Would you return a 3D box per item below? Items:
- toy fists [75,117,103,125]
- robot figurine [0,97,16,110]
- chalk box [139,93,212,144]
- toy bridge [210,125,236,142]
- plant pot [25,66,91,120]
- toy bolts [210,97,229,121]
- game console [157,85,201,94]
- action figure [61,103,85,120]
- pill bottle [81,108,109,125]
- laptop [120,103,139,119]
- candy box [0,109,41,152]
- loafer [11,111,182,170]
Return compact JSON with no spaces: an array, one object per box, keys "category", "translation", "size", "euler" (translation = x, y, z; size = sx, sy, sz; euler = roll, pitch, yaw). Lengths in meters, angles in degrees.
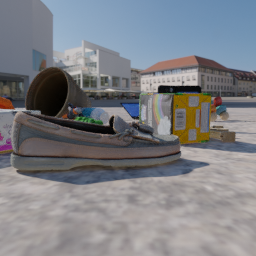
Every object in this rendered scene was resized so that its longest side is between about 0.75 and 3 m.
[{"category":"toy fists","translation":[-1.481,-0.153,10.006],"size":[0.722,0.487,1.417],"euler":[-4,8,-32]},{"category":"robot figurine","translation":[-4.954,-0.544,10.079],"size":[1.455,1.180,2.023],"euler":[0,6,21]},{"category":"chalk box","translation":[1.103,-0.322,7.644],"size":[1.247,1.253,2.014],"euler":[-3,8,-27]},{"category":"toy bridge","translation":[2.532,0.132,8.035],"size":[0.674,0.273,2.005],"euler":[1,5,9]},{"category":"plant pot","translation":[-2.791,-1.099,12.157],"size":[2.459,2.459,2.134],"euler":[3,-11,31]},{"category":"toy bolts","translation":[4.567,-0.753,15.378],"size":[1.872,1.298,1.788],"euler":[-13,-30,-26]},{"category":"game console","translation":[1.828,-0.731,10.037],"size":[1.418,1.612,0.938],"euler":[-5,7,-42]},{"category":"action figure","translation":[-2.024,-0.369,10.621],"size":[1.067,1.032,0.558],"euler":[38,34,-10]},{"category":"pill bottle","translation":[-1.392,-0.436,11.346],"size":[1.401,0.776,0.776],"euler":[4,7,45]},{"category":"laptop","translation":[1.332,-1.276,16.442],"size":[2.409,1.404,2.718],"euler":[-4,-13,-35]},{"category":"candy box","translation":[-3.595,-0.001,6.295],"size":[2.784,0.849,1.898],"euler":[4,6,34]},{"category":"loafer","translation":[-0.406,0.152,4.526],"size":[2.800,0.880,1.007],"euler":[-2,6,-17]}]
